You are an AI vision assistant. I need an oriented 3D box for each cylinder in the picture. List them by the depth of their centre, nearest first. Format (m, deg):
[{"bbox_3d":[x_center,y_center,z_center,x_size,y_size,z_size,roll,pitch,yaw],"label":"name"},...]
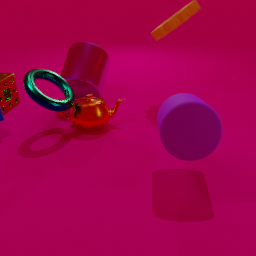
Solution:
[{"bbox_3d":[1.119,-0.060,5.349,1.083,1.083,1.083,1,15,3],"label":"cylinder"},{"bbox_3d":[-1.338,-1.689,8.627,1.347,1.347,1.347,6,66,11],"label":"cylinder"}]

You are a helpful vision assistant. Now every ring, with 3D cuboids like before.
[{"bbox_3d":[-1.917,-0.944,6.907,1.352,0.270,1.352,29,34,-22],"label":"ring"}]

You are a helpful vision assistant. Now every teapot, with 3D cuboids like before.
[{"bbox_3d":[-0.951,-0.483,7.457,1.765,0.864,1.097,-4,22,-8],"label":"teapot"}]

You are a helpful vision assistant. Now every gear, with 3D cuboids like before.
[{"bbox_3d":[1.346,-3.073,8.034,1.483,0.274,1.483,-35,14,10],"label":"gear"}]

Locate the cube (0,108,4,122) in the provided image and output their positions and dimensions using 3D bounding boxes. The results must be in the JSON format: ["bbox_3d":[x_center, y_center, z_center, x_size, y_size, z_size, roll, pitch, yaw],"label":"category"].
[{"bbox_3d":[-3.663,-0.474,6.758,0.823,0.823,0.823,13,32,41],"label":"cube"}]

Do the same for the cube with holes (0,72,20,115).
[{"bbox_3d":[-4.020,-1.046,8.372,0.975,0.975,0.975,7,31,12],"label":"cube with holes"}]
